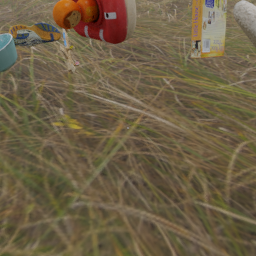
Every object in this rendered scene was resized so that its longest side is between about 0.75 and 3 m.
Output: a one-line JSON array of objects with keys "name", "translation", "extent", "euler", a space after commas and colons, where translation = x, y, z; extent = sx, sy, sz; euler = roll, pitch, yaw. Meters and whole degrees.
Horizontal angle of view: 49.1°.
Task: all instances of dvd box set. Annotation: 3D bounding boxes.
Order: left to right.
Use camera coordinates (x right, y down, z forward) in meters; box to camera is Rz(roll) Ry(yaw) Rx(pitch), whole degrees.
[{"name": "dvd box set", "translation": [2.692, -3.667, 9.151], "extent": [0.392, 2.666, 1.951], "euler": [11, 21, 39]}]

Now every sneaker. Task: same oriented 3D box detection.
[{"name": "sneaker", "translation": [-3.088, -3.029, 9.268], "extent": [1.649, 0.727, 0.621], "euler": [-7, 76, -28]}]

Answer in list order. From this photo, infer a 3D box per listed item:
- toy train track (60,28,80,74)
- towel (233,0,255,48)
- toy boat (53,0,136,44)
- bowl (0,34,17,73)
[{"name": "toy train track", "translation": [-1.862, -2.628, 9.070], "extent": [0.315, 1.110, 1.934], "euler": [-17, 66, 7]}, {"name": "towel", "translation": [3.083, -1.149, 5.204], "extent": [2.711, 0.467, 1.797], "euler": [26, 30, -40]}, {"name": "toy boat", "translation": [-0.983, -2.728, 6.493], "extent": [1.594, 1.591, 2.438], "euler": [-31, 40, -31]}, {"name": "bowl", "translation": [-3.936, -2.170, 8.472], "extent": [1.365, 0.714, 1.365], "euler": [-11, 45, 11]}]
